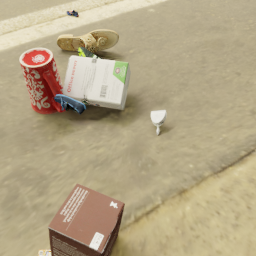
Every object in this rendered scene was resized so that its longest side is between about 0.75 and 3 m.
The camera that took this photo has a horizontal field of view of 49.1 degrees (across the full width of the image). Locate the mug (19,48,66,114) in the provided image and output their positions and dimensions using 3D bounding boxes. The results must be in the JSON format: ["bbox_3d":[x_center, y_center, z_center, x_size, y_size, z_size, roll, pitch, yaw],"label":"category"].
[{"bbox_3d":[-2.865,-1.655,10.146,1.857,2.092,1.396,17,51,15],"label":"mug"}]

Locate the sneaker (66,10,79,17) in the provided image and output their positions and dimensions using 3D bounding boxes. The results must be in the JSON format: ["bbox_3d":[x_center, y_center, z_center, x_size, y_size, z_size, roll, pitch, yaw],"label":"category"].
[{"bbox_3d":[-3.043,-6.353,15.395,0.768,0.301,0.289,17,50,14],"label":"sneaker"}]

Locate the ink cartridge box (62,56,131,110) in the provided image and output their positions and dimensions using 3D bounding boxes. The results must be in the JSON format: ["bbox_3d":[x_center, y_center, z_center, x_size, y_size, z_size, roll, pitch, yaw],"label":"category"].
[{"bbox_3d":[-1.148,-1.685,10.519,2.224,0.938,1.624,10,81,8],"label":"ink cartridge box"}]

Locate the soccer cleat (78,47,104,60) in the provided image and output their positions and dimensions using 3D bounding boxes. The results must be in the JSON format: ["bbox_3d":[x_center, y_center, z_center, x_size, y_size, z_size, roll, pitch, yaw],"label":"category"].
[{"bbox_3d":[-1.271,-2.627,11.880,1.002,0.835,2.473,-26,61,-24],"label":"soccer cleat"}]

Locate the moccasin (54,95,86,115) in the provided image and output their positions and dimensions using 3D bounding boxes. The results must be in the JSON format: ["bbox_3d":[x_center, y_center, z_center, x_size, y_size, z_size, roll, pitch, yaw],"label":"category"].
[{"bbox_3d":[-1.601,-0.629,7.487,0.947,0.381,0.323,19,69,21],"label":"moccasin"}]

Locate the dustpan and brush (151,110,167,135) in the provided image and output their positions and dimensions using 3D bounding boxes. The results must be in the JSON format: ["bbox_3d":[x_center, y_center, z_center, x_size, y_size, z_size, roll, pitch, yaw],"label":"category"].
[{"bbox_3d":[1.068,-0.192,9.932,0.598,0.245,0.857,-4,62,30],"label":"dustpan and brush"}]

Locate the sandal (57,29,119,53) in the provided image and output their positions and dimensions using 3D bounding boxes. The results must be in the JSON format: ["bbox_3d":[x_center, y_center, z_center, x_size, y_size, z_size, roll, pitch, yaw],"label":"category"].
[{"bbox_3d":[-1.887,-3.690,12.676,2.936,1.077,0.966,1,53,12],"label":"sandal"}]

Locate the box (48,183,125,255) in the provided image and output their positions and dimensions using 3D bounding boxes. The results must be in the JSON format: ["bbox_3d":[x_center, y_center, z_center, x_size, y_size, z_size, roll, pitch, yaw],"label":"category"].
[{"bbox_3d":[-0.979,2.488,6.740,1.311,1.596,1.324,20,43,11],"label":"box"}]

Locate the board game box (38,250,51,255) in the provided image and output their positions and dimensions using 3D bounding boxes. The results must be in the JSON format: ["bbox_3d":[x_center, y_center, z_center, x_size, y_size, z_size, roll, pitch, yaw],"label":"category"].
[{"bbox_3d":[-1.868,3.400,7.029,0.823,0.191,0.623,0,49,0],"label":"board game box"}]
